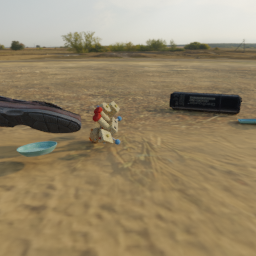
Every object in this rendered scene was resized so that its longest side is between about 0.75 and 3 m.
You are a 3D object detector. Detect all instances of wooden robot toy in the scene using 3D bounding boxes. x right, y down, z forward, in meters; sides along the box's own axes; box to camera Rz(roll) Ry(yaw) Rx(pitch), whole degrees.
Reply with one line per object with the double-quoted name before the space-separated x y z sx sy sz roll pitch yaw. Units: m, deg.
"wooden robot toy" -0.761 -0.040 7.455 0.878 0.852 1.934 -36 28 24

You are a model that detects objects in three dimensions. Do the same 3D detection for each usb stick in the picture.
"usb stick" 2.960 -0.991 10.835 2.687 0.745 0.438 6 -2 19

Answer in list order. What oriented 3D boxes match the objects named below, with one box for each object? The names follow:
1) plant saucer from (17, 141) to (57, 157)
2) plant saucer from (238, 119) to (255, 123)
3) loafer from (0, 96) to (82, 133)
"plant saucer" -1.954 0.464 6.063 0.843 0.151 0.843 -6 11 1
"plant saucer" 4.190 -0.225 9.228 1.042 0.099 0.364 1 13 13
"loafer" -2.409 -0.448 7.072 2.538 0.912 0.799 6 57 -4
